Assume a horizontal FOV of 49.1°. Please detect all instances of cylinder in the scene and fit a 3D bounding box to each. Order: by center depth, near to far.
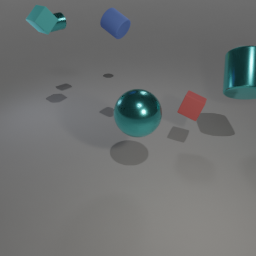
[{"bbox_3d":[-0.397,-3.311,8.888,0.700,0.700,0.700,41,43,12],"label":"cylinder"},{"bbox_3d":[3.951,-1.809,9.391,1.400,1.400,1.400,7,-9,1],"label":"cylinder"},{"bbox_3d":[-3.122,-4.531,11.991,0.700,0.700,0.700,26,43,37],"label":"cylinder"}]

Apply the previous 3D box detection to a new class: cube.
[{"bbox_3d":[2.203,-0.772,9.613,0.700,0.700,0.700,27,27,9],"label":"cube"},{"bbox_3d":[-3.171,-4.002,10.345,0.700,0.700,0.700,28,83,38],"label":"cube"}]

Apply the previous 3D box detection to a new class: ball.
[{"bbox_3d":[0.283,-0.427,8.105,1.400,1.400,1.400,0,30,0],"label":"ball"}]
